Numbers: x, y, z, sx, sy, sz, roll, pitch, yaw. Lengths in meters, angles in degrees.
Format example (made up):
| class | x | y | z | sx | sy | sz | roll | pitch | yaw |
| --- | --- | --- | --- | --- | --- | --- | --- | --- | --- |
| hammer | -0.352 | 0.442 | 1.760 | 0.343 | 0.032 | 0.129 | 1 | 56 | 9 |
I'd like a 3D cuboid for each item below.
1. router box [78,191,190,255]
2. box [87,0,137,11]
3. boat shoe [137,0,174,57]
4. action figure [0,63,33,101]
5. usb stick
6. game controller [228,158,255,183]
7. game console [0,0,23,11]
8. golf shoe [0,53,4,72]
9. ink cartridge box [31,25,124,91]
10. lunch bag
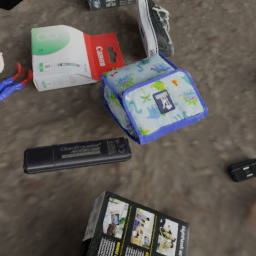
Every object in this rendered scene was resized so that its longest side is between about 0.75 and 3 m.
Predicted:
| class | x | y | z | sx | sy | sz | roll | pitch | yaw |
| --- | --- | --- | --- | --- | --- | --- | --- | --- | --- |
| router box | 0.019 | 2.774 | 5.099 | 1.998 | 0.684 | 2.679 | 25 | 54 | -12 |
| box | -0.611 | -5.528 | 11.085 | 2.251 | 0.490 | 1.803 | -14 | 58 | -9 |
| boat shoe | 0.914 | -3.554 | 9.433 | 0.999 | 1.080 | 2.924 | -9 | 58 | -1 |
| action figure | -3.768 | -1.142 | 7.913 | 0.744 | 1.129 | 2.280 | 26 | 63 | 17 |
| usb stick | -0.713 | 0.383 | 4.005 | 1.515 | 0.247 | 0.420 | -7 | 52 | -10 |
| game controller | 2.965 | 1.060 | 7.023 | 0.869 | 0.183 | 0.454 | -15 | 73 | -9 |
| game console | -2.223 | -2.194 | 4.377 | 0.756 | 1.282 | 0.154 | -14 | 87 | 35 |
| golf shoe | -3.063 | -0.975 | 5.368 | 0.812 | 2.156 | 0.987 | 36 | 57 | -27 |
| ink cartridge box | -1.601 | -2.407 | 8.974 | 2.805 | 0.703 | 2.258 | -11 | 58 | -5 |
| lunch bag | 0.602 | -0.727 | 7.256 | 1.959 | 1.468 | 2.304 | -24 | 52 | -14 |
